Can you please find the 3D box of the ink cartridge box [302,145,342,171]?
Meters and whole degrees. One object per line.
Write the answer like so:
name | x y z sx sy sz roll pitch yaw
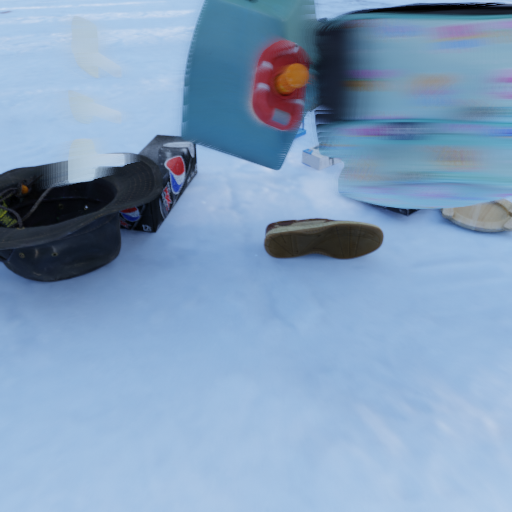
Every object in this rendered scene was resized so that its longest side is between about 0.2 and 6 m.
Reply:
ink cartridge box | 1.581 -2.384 13.363 0.818 0.344 0.591 -25 41 -33

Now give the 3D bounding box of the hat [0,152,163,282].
hat | -3.324 -0.459 9.457 3.749 1.512 3.749 -6 28 3

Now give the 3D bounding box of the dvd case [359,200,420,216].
dvd case | 2.862 -1.373 11.725 1.325 0.218 1.763 -27 35 -30

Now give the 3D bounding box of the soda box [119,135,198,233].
soda box | -2.075 -1.594 11.659 1.006 0.900 2.842 6 34 10

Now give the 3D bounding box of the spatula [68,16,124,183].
spatula | -1.219 -1.169 4.437 0.128 1.110 1.596 0 11 0

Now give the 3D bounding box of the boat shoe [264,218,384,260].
boat shoe | 1.188 -0.415 10.050 2.108 0.761 0.759 -5 35 4

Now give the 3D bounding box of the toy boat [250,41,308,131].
toy boat | 0.369 -2.067 6.653 0.686 1.052 0.687 13 -14 -28

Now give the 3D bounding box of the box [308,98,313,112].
box | 0.424 -3.960 10.541 2.349 0.250 1.920 37 46 -14

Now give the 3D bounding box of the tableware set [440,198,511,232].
tableware set | 5.928 -1.133 11.341 4.155 0.482 3.470 19 38 27

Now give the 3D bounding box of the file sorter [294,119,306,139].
file sorter | 0.252 -3.793 14.812 1.820 1.116 1.263 27 43 34

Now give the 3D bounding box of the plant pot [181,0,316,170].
plant pot | -0.062 -3.007 8.634 1.781 2.521 1.782 20 59 7

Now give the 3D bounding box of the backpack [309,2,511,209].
backpack | 2.567 -1.966 7.654 3.427 2.627 3.013 -8 1 4
